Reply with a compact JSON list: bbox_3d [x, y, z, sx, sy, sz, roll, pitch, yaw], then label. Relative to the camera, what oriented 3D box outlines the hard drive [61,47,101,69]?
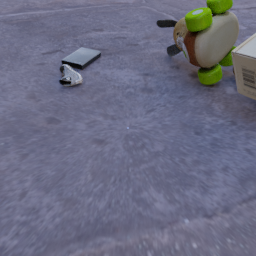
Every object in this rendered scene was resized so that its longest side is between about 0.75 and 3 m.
[{"bbox_3d":[-1.790,-2.711,10.850,0.942,0.222,1.351,18,42,20],"label":"hard drive"}]

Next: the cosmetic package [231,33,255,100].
[{"bbox_3d":[4.318,-2.153,7.635,2.916,1.509,1.066,-37,40,-12],"label":"cosmetic package"}]

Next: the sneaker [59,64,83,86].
[{"bbox_3d":[-2.141,-1.764,9.526,1.169,0.439,0.675,32,51,32],"label":"sneaker"}]

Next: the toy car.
[{"bbox_3d":[2.159,-3.136,9.845,2.239,2.331,2.838,-42,38,-23],"label":"toy car"}]

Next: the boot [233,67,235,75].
[{"bbox_3d":[4.992,-2.033,9.407,1.805,0.891,2.325,-30,33,-17],"label":"boot"}]
